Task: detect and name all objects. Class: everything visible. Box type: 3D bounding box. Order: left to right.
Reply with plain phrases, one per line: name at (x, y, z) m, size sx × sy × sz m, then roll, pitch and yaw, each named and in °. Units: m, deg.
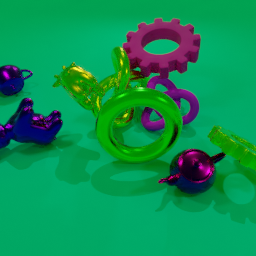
teapot at (-3.545, -1.337, 8.285) m, size 1.530 × 0.952 × 0.749 m, roll -32°, pitch 68°, yaw -18°
cow figurine at (-2.394, 0.104, 6.292) m, size 1.553 × 1.528 × 0.853 m, roll 24°, pitch 21°, yaw -30°
cow figurine at (-1.164, -1.003, 6.037) m, size 1.374 × 1.396 × 0.766 m, roll 39°, pitch 85°, yaw 14°
knot shape at (-0.224, -0.876, 7.103) m, size 0.913 × 1.976 × 1.849 m, roll 17°, pitch 70°, yaw 24°
ring at (0.218, -0.003, 5.619) m, size 1.758 × 1.758 × 0.352 m, roll -2°, pitch 35°, yaw -3°
gear at (0.868, -2.129, 7.321) m, size 1.967 × 0.364 × 1.967 m, roll -4°, pitch 54°, yaw 6°
knot shape at (0.899, -0.499, 7.012) m, size 1.482 × 0.685 × 1.387 m, roll 43°, pitch 89°, yaw 10°
teapot at (1.198, 0.789, 5.268) m, size 1.441 × 0.706 × 0.896 m, roll -22°, pitch 65°, yaw -9°
gear at (2.243, 0.433, 5.385) m, size 1.445 × 0.267 × 1.445 m, roll 26°, pitch 16°, yaw -8°
